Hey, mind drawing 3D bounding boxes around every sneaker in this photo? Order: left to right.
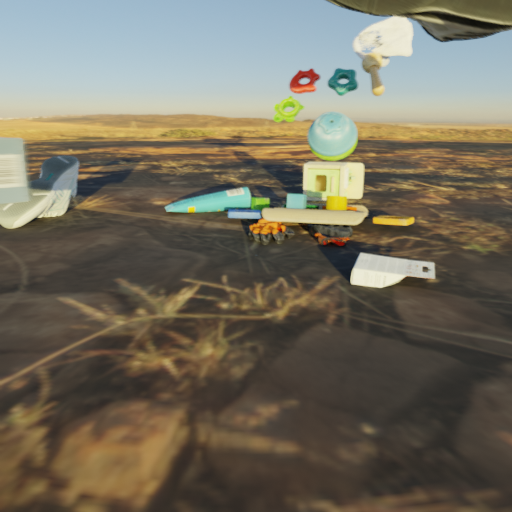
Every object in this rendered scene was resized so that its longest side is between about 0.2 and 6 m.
[{"bbox_3d":[-4.736,-1.248,12.600,0.958,1.091,2.723,11,36,11],"label":"sneaker"},{"bbox_3d":[1.672,-2.997,6.451,2.900,1.094,1.668,14,6,3],"label":"sneaker"}]

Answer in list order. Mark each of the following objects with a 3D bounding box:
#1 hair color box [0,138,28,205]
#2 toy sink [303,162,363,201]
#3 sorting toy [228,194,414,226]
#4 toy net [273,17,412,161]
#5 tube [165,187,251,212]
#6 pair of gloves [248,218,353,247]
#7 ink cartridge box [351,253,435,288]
[{"bbox_3d":[-4.024,-1.304,8.314,0.555,0.906,1.830,-12,18,-41],"label":"hair color box"},{"bbox_3d":[2.089,-2.005,15.181,1.529,0.996,0.856,5,16,15],"label":"toy sink"},{"bbox_3d":[1.375,-1.078,12.206,4.003,0.545,2.254,4,10,13],"label":"sorting toy"},{"bbox_3d":[1.832,-3.513,11.150,1.729,3.296,0.637,32,-13,20],"label":"toy net"},{"bbox_3d":[-1.166,-1.277,13.523,2.046,0.516,0.792,-8,8,-11],"label":"tube"},{"bbox_3d":[0.860,-0.510,10.958,2.034,0.251,1.812,3,15,7],"label":"pair of gloves"},{"bbox_3d":[1.985,0.246,8.123,1.112,0.317,0.904,12,17,14],"label":"ink cartridge box"}]
